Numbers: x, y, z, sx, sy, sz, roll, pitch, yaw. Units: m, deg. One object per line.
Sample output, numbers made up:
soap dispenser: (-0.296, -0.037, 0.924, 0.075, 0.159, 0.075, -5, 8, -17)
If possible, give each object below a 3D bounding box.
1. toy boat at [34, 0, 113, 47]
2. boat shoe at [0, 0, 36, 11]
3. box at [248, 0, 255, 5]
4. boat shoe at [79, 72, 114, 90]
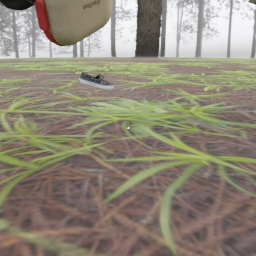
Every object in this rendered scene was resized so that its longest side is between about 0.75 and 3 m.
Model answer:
toy boat: (-1.241, -2.618, 5.697, 1.380, 1.377, 2.110, 19, 43, 22)
boat shoe: (-1.467, -2.283, 3.070, 0.816, 0.999, 2.705, 35, 24, -51)
box: (3.927, -3.789, 6.854, 1.409, 1.952, 0.355, 20, -4, 1)
boat shoe: (-0.633, -1.006, 5.855, 0.786, 0.260, 0.275, 11, 21, -24)
